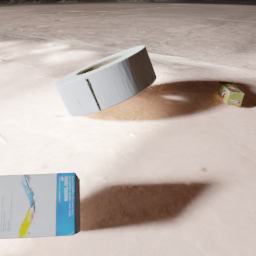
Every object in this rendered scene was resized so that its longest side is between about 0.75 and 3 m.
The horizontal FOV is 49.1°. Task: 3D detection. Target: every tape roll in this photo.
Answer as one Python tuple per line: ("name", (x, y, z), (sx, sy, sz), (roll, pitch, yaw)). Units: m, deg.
("tape roll", (-0.658, -1.433, 8.358), (2.922, 1.022, 2.922), (-20, 20, 7))

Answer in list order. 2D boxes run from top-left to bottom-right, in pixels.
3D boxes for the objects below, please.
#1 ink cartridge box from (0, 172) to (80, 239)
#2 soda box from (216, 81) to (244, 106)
("ink cartridge box", (-1.396, 1.199, 4.325), (1.242, 0.915, 0.899), (-1, 73, -5))
("soda box", (3.358, -1.162, 9.316), (0.471, 0.445, 1.390), (8, 23, -1))
